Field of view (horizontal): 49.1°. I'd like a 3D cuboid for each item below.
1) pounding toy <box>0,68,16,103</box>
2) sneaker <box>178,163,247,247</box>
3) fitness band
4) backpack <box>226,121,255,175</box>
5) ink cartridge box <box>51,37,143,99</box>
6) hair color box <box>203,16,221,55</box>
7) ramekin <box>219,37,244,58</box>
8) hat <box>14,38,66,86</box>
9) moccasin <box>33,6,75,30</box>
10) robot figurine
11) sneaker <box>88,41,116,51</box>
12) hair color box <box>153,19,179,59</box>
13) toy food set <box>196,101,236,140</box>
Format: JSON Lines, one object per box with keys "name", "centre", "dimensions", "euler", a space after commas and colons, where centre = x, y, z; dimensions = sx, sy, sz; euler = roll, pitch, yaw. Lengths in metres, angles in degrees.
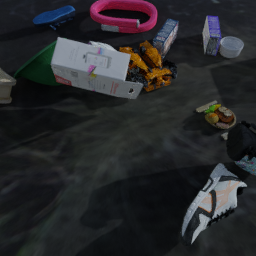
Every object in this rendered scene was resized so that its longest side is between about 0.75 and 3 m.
{"name": "pounding toy", "centre": [-4.909, -1.601, 9.127], "dimensions": [2.877, 1.650, 1.645], "euler": [36, 31, 15]}
{"name": "sneaker", "centre": [1.937, 1.780, 6.349], "dimensions": [0.906, 0.835, 2.265], "euler": [33, 59, 21]}
{"name": "fitness band", "centre": [-0.188, -4.820, 11.832], "dimensions": [2.838, 0.531, 2.038], "euler": [8, 51, 5]}
{"name": "backpack", "centre": [3.112, 0.590, 6.989], "dimensions": [1.324, 0.838, 1.105], "euler": [28, 54, -17]}
{"name": "ink cartridge box", "centre": [-0.791, -1.602, 7.919], "dimensions": [2.445, 1.424, 0.825], "euler": [13, 78, -5]}
{"name": "hair color box", "centre": [3.159, -3.509, 10.600], "dimensions": [0.467, 0.788, 1.442], "euler": [7, 52, 4]}
{"name": "ramekin", "centre": [3.802, -2.967, 10.396], "dimensions": [0.832, 0.437, 0.832], "euler": [0, 51, 0]}
{"name": "hat", "centre": [-2.107, -1.507, 9.207], "dimensions": [2.171, 2.467, 2.043], "euler": [53, 35, -14]}
{"name": "moccasin", "centre": [-2.950, -4.393, 11.457], "dimensions": [1.778, 0.606, 0.716], "euler": [-23, 62, -15]}
{"name": "robot figurine", "centre": [0.661, -2.103, 9.559], "dimensions": [1.654, 0.664, 2.281], "euler": [-18, 53, -14]}
{"name": "sneaker", "centre": [-0.680, -2.427, 9.583], "dimensions": [1.079, 0.811, 2.166], "euler": [-4, 39, -24]}
{"name": "hair color box", "centre": [1.403, -3.345, 10.486], "dimensions": [0.460, 0.761, 1.521], "euler": [20, 55, 16]}
{"name": "toy food set", "centre": [2.784, -0.347, 8.396], "dimensions": [0.939, 0.273, 1.360], "euler": [-25, 55, -19]}
